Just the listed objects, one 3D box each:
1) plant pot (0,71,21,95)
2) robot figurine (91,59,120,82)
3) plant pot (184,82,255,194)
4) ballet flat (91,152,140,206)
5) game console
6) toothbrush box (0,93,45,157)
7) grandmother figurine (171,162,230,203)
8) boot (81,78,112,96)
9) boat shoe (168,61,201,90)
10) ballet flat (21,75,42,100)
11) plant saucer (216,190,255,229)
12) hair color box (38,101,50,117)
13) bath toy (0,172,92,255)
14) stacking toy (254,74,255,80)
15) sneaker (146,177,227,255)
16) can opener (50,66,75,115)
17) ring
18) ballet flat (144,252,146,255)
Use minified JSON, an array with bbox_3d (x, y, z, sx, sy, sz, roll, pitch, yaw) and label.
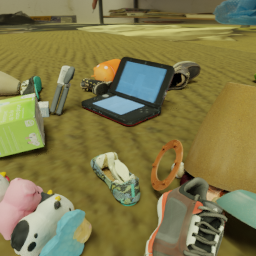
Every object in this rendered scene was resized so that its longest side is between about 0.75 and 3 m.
[{"bbox_3d":[-4.972,-1.751,11.258,1.145,1.072,1.072,11,24,-7],"label":"plant pot"},{"bbox_3d":[-0.757,-2.470,12.577,1.094,1.350,1.876,-38,-3,43],"label":"robot figurine"},{"bbox_3d":[2.174,0.094,5.591,1.761,1.890,1.761,10,12,-2],"label":"plant pot"},{"bbox_3d":[-0.283,0.865,5.922,0.687,0.687,1.851,-14,28,-27],"label":"ballet flat"},{"bbox_3d":[-0.081,-1.380,9.617,2.238,1.541,2.597,-23,33,-39],"label":"game console"},{"bbox_3d":[-3.293,-0.008,7.088,2.118,0.912,1.542,-14,31,-9],"label":"toothbrush box"},{"bbox_3d":[1.409,1.095,5.725,0.811,0.405,1.338,-8,27,-35],"label":"grandmother figurine"},{"bbox_3d":[-1.388,-1.683,11.458,1.191,0.579,1.581,10,23,18],"label":"boot"},{"bbox_3d":[2.124,-2.112,12.113,2.806,1.045,1.029,-22,41,-23],"label":"boat shoe"},{"bbox_3d":[-3.908,-1.604,11.197,0.722,0.718,2.111,-12,26,-7],"label":"ballet flat"},{"bbox_3d":[2.281,1.341,4.169,1.857,0.334,1.857,21,2,-1],"label":"plant saucer"},{"bbox_3d":[-3.258,-0.589,9.362,1.194,0.362,0.591,-5,26,-12],"label":"hair color box"},{"bbox_3d":[-1.762,1.301,4.646,2.468,0.912,1.073,16,30,32],"label":"bath toy"},{"bbox_3d":[7.230,-2.028,12.301,2.893,1.222,2.618,-5,-1,-18],"label":"stacking toy"},{"bbox_3d":[0.894,1.448,3.908,0.916,0.973,2.377,36,23,-11],"label":"sneaker"},{"bbox_3d":[-2.179,-1.255,9.217,0.440,1.670,0.555,18,10,-8],"label":"can opener"},{"bbox_3d":[0.686,0.668,5.212,0.097,1.007,1.007,25,19,-17],"label":"ring"},{"bbox_3d":[0.213,2.072,3.468,0.432,0.480,1.275,-14,22,17],"label":"ballet flat"}]
